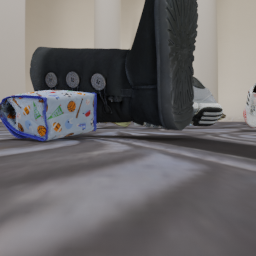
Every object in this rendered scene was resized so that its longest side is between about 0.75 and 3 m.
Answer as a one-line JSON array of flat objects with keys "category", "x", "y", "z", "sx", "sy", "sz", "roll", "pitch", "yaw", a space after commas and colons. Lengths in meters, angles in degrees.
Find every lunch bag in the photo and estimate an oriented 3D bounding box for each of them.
[{"category": "lunch bag", "x": -0.903, "y": -0.160, "z": 3.137, "sx": 0.876, "sy": 0.542, "sz": 0.744, "roll": 10, "pitch": 12, "yaw": 35}]

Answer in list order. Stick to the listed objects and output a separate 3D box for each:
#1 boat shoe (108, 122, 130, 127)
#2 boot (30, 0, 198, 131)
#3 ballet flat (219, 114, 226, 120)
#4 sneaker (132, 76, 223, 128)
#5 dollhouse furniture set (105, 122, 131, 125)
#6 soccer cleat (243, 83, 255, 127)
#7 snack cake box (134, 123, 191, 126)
[{"category": "boat shoe", "x": -0.481, "y": -0.393, "z": 7.206, "sx": 1.428, "sy": 0.449, "sz": 0.521, "roll": 15, "pitch": 22, "yaw": -36}, {"category": "boot", "x": -0.315, "y": -0.940, "z": 3.521, "sx": 2.214, "sy": 1.825, "sz": 0.727, "roll": 7, "pitch": 9, "yaw": 36}, {"category": "ballet flat", "x": 2.828, "y": -0.424, "z": 10.255, "sx": 0.616, "sy": 0.424, "sz": 1.830, "roll": 24, "pitch": -5, "yaw": -27}, {"category": "sneaker", "x": 1.081, "y": -0.841, "z": 7.503, "sx": 2.672, "sy": 1.543, "sz": 1.002, "roll": 5, "pitch": -40, "yaw": -14}, {"category": "dollhouse furniture set", "x": -0.462, "y": -0.213, "z": 8.390, "sx": 0.772, "sy": 0.485, "sz": 0.873, "roll": 42, "pitch": -37, "yaw": -21}, {"category": "soccer cleat", "x": 3.540, "y": -0.667, "z": 7.839, "sx": 0.465, "sy": 1.354, "sz": 0.577, "roll": 13, "pitch": -26, "yaw": 12}, {"category": "snack cake box", "x": 1.323, "y": -0.416, "z": 9.941, "sx": 1.983, "sy": 0.666, "sz": 1.140, "roll": -1, "pitch": 0, "yaw": -38}]
